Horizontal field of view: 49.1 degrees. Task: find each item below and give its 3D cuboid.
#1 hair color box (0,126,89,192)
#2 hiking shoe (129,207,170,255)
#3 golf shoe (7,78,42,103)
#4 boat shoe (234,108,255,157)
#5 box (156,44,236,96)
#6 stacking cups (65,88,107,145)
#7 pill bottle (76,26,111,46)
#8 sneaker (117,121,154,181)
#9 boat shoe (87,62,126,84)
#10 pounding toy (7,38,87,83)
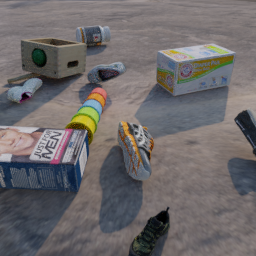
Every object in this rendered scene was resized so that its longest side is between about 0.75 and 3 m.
[{"bbox_3d":[-2.546,0.705,6.940,2.920,0.884,1.460,2,33,3],"label":"hair color box"},{"bbox_3d":[0.405,1.954,5.271,0.443,0.589,1.171,21,38,29],"label":"hiking shoe"},{"bbox_3d":[-3.757,-1.376,10.579,0.707,0.581,1.544,30,46,19],"label":"golf shoe"},{"bbox_3d":[3.487,0.382,7.559,0.666,0.568,1.992,18,48,-39],"label":"boat shoe"},{"bbox_3d":[2.668,-2.400,11.282,2.711,1.374,1.525,-12,34,-18],"label":"box"},{"bbox_3d":[-1.169,-0.453,8.965,0.859,0.859,2.838,5,28,7],"label":"stacking cups"},{"bbox_3d":[-1.993,-5.277,16.041,1.839,1.070,1.070,-11,35,-17],"label":"pill bottle"},{"bbox_3d":[0.307,0.491,7.356,0.858,0.870,2.222,3,33,-15],"label":"sneaker"},{"bbox_3d":[-0.948,-2.158,11.224,1.835,0.676,0.588,-5,31,30],"label":"boat shoe"},{"bbox_3d":[-3.439,-2.788,11.957,2.290,1.769,2.488,16,26,22],"label":"pounding toy"}]
